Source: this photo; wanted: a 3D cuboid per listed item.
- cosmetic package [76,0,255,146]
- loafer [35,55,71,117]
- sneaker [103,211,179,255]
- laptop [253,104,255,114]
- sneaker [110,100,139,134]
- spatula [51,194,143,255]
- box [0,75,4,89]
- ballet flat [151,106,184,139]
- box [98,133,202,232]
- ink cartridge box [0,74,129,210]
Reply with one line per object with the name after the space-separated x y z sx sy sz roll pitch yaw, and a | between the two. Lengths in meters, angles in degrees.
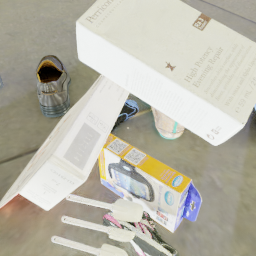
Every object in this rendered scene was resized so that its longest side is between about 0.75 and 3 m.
0.469 -0.764 3.057 1.907 0.706 0.969 33 68 6 | cosmetic package
-2.154 -1.508 8.012 1.010 1.003 2.774 -13 42 -12 | loafer
0.264 1.711 4.745 1.412 0.567 0.610 28 47 26 | sneaker
3.785 -0.559 6.885 2.130 1.100 1.888 3 42 4 | laptop
-0.479 -0.134 6.838 1.787 0.627 0.696 -18 55 -17 | sneaker
-0.541 1.642 4.722 1.501 0.121 1.044 5 68 25 | spatula
-4.860 -1.038 7.844 1.628 0.527 2.064 14 43 17 | box
0.950 -0.944 7.288 0.918 0.907 2.698 -6 47 -12 | ballet flat
0.313 1.024 5.028 2.001 1.191 0.415 29 50 29 | box
-1.133 0.222 5.533 0.659 2.595 2.945 38 43 -14 | ink cartridge box
